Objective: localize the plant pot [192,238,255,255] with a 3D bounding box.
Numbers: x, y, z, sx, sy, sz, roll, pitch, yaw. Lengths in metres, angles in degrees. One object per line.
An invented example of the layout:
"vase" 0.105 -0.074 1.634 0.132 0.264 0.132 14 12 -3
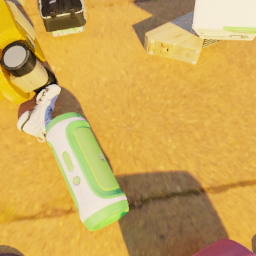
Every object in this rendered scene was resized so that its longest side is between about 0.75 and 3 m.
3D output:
"plant pot" 1.866 3.709 5.850 2.177 2.460 2.460 -31 71 -22

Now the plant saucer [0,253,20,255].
"plant saucer" -3.103 4.095 6.667 2.039 0.351 2.039 0 68 -1

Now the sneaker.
"sneaker" -2.376 -0.421 8.335 0.998 0.652 1.736 34 77 12

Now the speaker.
"speaker" -1.106 1.051 7.244 1.292 1.292 2.921 -26 67 -10

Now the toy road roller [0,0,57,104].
"toy road roller" -3.743 -2.076 8.414 2.160 1.818 2.959 -26 71 2

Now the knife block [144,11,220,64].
"knife block" 1.978 -3.340 9.406 2.497 0.799 2.192 14 69 6

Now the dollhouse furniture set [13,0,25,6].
"dollhouse furniture set" -3.766 -5.338 9.870 0.800 1.439 1.273 0 68 0

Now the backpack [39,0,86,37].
"backpack" -2.186 -3.994 9.413 1.484 1.258 1.672 -13 67 -5

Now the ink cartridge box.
"ink cartridge box" 2.650 -2.893 7.415 1.542 2.119 0.890 9 103 19
